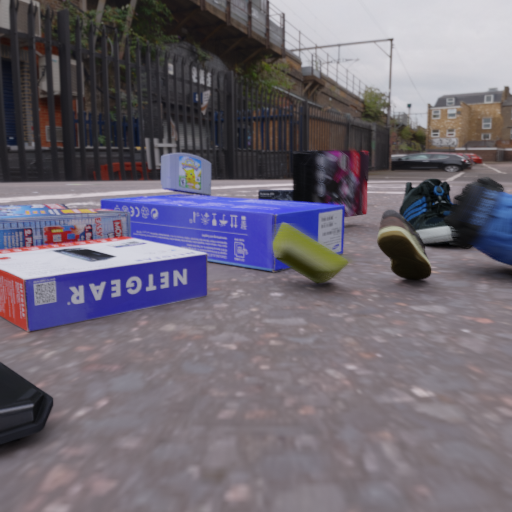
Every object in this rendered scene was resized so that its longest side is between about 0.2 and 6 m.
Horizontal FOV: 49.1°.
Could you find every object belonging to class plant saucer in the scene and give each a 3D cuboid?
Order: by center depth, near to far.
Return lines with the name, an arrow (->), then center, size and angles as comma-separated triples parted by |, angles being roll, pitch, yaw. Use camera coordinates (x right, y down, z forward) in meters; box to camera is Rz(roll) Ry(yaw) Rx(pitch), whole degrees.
plant saucer -> 0.646, 0.034, 7.463 | 0.978, 0.235, 0.980 | 31, -16, 3

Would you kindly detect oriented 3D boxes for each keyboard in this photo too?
keyboard -> -3.044, 0.875, 3.955 | 1.968, 0.420, 3.277 | 0, 6, -44

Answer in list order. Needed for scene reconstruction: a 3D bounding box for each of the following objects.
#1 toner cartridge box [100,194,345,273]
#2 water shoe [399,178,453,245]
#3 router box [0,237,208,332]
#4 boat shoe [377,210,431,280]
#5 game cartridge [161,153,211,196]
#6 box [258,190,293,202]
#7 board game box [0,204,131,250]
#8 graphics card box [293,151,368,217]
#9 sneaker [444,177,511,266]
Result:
toner cartridge box -> -0.769, -0.569, 10.620 | 4.448, 0.960, 2.113 | 9, 12, 39
water shoe -> 3.751, -1.020, 12.206 | 1.195, 1.319, 3.342 | 0, 10, -2
router box -> -2.134, 0.238, 7.053 | 2.326, 0.568, 2.087 | -9, 13, -43
boat shoe -> 2.025, -0.126, 7.558 | 0.550, 0.506, 1.539 | -5, -26, 29
game cartridge -> -1.501, -1.794, 12.237 | 1.280, 0.853, 0.259 | 3, -8, -44
box -> 0.532, -1.228, 14.506 | 0.952, 0.968, 0.568 | 0, 10, 4
board game box -> -3.675, -0.257, 8.813 | 3.116, 0.962, 3.118 | -3, 10, -23
graphics card box -> 1.901, -1.771, 13.921 | 0.680, 1.676, 2.672 | 9, 12, 39
sneaker -> 3.552, -0.376, 7.714 | 1.568, 1.082, 2.819 | 25, 7, -4
